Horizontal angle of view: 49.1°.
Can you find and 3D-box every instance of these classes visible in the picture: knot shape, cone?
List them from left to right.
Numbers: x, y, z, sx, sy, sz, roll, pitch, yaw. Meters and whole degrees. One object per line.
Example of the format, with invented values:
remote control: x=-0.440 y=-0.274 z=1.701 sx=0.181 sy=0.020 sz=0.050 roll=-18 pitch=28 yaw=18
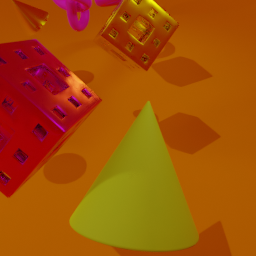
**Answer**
cone: x=-2.853 y=-3.191 z=7.669 sx=0.926 sy=0.929 sz=0.926 roll=-17 pitch=55 yaw=26
knot shape: x=-1.145 y=-2.525 z=5.329 sx=0.551 sy=1.192 sz=1.115 roll=-34 pitch=82 yaw=-2
cone: x=0.148 y=0.394 z=3.132 sx=1.406 sy=1.406 sz=1.411 roll=7 pitch=87 yaw=7

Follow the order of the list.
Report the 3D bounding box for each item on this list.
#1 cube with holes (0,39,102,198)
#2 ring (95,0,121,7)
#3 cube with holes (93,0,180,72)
cube with holes: x=-1.230 y=-0.174 z=3.284 sx=1.136 sy=1.136 sz=1.136 roll=43 pitch=24 yaw=-5
ring: x=-0.179 y=-4.476 z=9.454 sx=1.924 sy=0.385 sz=1.924 roll=-11 pitch=19 yaw=4
cube with holes: x=0.108 y=-1.819 z=5.386 sx=1.040 sy=1.040 sz=1.040 roll=34 pitch=2 yaw=-18
